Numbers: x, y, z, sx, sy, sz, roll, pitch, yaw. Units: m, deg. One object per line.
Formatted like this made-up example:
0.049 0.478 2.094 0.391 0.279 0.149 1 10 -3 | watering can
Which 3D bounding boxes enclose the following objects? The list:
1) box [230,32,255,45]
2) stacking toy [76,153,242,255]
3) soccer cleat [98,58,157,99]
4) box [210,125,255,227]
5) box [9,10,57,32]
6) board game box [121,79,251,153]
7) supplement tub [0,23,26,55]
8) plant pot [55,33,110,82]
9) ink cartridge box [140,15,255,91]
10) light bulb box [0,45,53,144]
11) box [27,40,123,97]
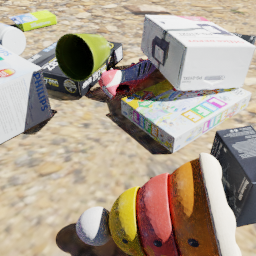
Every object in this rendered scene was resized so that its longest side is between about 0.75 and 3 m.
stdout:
3.669 -2.772 9.967 1.271 0.710 1.801 18 42 25 | box
0.357 1.506 4.488 2.516 1.838 1.838 -13 37 14 | stacking toy
0.113 -1.531 8.606 2.238 0.746 0.856 -23 76 -33 | soccer cleat
2.089 0.860 5.127 0.762 1.276 1.298 -8 40 -10 | box
-4.306 -4.878 12.722 1.818 0.433 1.108 -26 46 -28 | box
1.572 -0.661 7.564 2.942 0.504 1.978 -27 47 -29 | board game box
-4.712 -3.337 10.399 1.588 1.048 1.048 23 45 26 | supplement tub
-0.927 -1.704 6.395 1.033 1.033 0.994 19 34 21 | plant pot
1.822 -2.281 8.080 2.076 1.209 2.867 -5 37 -17 | ink cartridge box
-3.664 -0.812 6.955 2.417 1.522 2.439 30 48 31 | light bulb box
-1.771 -2.178 9.260 2.296 0.699 2.849 15 42 21 | box
